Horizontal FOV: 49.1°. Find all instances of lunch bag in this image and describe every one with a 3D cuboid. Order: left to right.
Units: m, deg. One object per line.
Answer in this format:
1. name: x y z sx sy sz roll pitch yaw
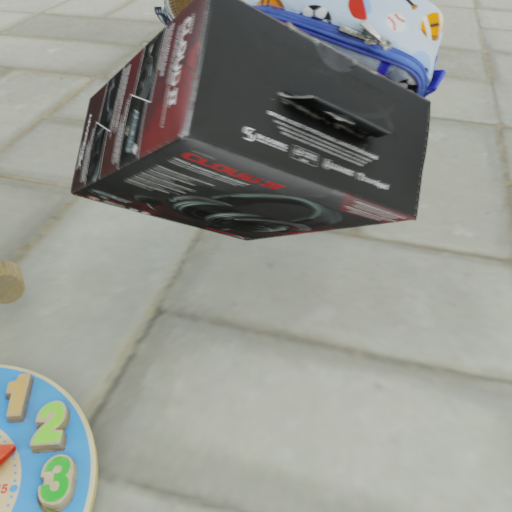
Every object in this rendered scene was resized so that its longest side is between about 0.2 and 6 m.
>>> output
1. lunch bag: 0.799 -1.871 6.142 2.127 2.654 1.003 22 74 3

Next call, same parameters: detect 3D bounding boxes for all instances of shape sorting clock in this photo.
1. shape sorting clock: -3.135 2.325 5.414 3.112 0.611 3.112 0 39 0

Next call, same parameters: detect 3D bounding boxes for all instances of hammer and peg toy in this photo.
1. hammer and peg toy: -4.551 0.110 7.004 2.832 2.083 0.999 -17 23 -18

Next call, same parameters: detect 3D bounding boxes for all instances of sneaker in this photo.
1. sneaker: -1.354 -4.414 9.563 0.699 1.993 1.081 -37 68 -7

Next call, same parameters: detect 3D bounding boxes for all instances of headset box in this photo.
1. headset box: -0.122 -1.027 5.323 2.320 1.204 3.117 14 -9 -32
